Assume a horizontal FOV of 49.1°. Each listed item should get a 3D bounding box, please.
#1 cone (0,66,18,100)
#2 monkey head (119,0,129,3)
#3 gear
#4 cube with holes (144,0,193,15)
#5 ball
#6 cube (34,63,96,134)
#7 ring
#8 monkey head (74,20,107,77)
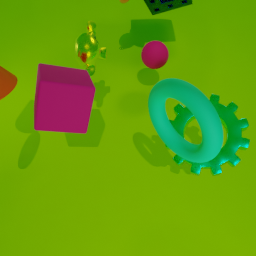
[{"bbox_3d":[-3.046,-1.232,5.445,1.262,1.267,1.262,-9,41,8],"label":"cone"},{"bbox_3d":[0.267,-4.140,7.801,0.995,0.834,1.384,21,96,-18],"label":"monkey head"},{"bbox_3d":[1.649,0.140,5.979,1.719,0.318,1.719,-4,75,13],"label":"gear"},{"bbox_3d":[1.161,-4.678,8.758,1.369,1.369,1.369,-7,76,23],"label":"cube with holes"},{"bbox_3d":[0.805,-2.183,8.381,0.827,0.827,0.827,0,54,0],"label":"ball"},{"bbox_3d":[-1.265,-0.571,5.413,0.979,0.979,0.979,4,29,-21],"label":"cube"},{"bbox_3d":[0.737,-0.083,3.807,0.252,1.261,1.261,-32,60,-24],"label":"ring"},{"bbox_3d":[-0.818,-1.789,6.497,0.879,1.222,0.736,0,7,-25],"label":"monkey head"}]
